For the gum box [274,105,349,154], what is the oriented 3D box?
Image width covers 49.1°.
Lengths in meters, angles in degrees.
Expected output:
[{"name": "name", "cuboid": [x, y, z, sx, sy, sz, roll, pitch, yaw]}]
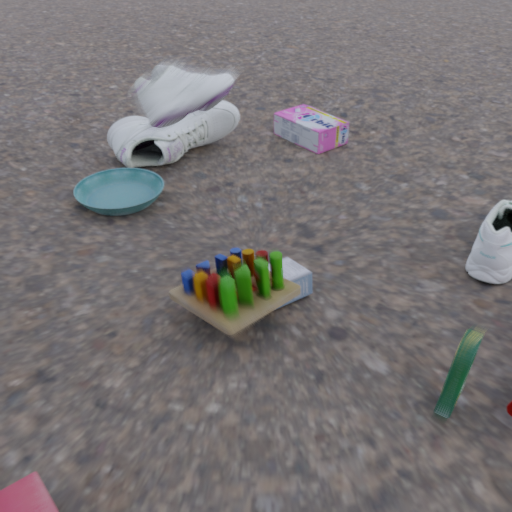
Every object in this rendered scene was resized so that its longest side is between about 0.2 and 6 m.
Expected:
[{"name": "gum box", "cuboid": [1.293, -3.145, 13.718, 0.988, 0.576, 1.740, -25, 42, -30]}]

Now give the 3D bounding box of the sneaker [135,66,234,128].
[{"name": "sneaker", "cuboid": [-1.154, -2.880, 9.439, 1.961, 0.977, 0.734, -34, 4, -40]}]

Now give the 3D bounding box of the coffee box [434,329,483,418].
[{"name": "coffee box", "cuboid": [2.381, 1.377, 6.586, 0.204, 0.929, 0.571, 23, 31, 24]}]

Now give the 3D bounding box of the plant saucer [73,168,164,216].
[{"name": "plant saucer", "cuboid": [-2.715, -1.247, 11.195, 1.767, 0.318, 1.767, 0, 34, 0]}]

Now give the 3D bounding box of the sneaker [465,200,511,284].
[{"name": "sneaker", "cuboid": [4.387, -0.510, 9.516, 0.904, 1.030, 2.571, 20, 38, 29]}]

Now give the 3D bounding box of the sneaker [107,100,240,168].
[{"name": "sneaker", "cuboid": [-1.726, -2.630, 12.707, 3.067, 1.148, 1.528, -19, 45, -12]}]

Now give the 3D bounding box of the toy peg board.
[{"name": "toy peg board", "cuboid": [-0.324, 0.286, 7.854, 1.365, 0.667, 1.359, -26, 36, -35]}]

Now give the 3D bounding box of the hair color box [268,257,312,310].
[{"name": "hair color box", "cuboid": [0.139, 0.501, 8.515, 1.330, 0.403, 0.658, -20, 32, -27]}]

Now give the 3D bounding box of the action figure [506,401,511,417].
[{"name": "action figure", "cuboid": [3.981, 1.161, 7.350, 0.886, 0.700, 2.709, 23, 48, 24]}]

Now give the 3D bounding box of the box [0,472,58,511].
[{"name": "box", "cuboid": [-2.080, 2.636, 5.275, 0.505, 0.593, 0.927, -25, 41, -31]}]
